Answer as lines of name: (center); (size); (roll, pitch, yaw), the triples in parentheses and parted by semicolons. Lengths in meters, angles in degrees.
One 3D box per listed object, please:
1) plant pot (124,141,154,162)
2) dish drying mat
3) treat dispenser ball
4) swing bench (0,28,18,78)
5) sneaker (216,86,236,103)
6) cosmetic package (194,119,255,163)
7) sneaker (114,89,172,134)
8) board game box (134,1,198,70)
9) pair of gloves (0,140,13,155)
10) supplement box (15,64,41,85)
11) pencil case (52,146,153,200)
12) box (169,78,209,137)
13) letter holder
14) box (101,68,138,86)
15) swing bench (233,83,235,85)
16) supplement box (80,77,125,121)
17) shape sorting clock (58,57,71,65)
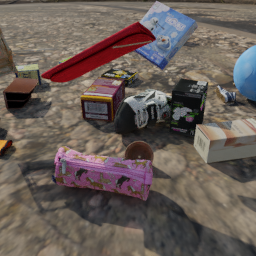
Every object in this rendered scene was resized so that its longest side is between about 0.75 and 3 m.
plant pot: (0.306, 0.762, 7.525); (0.788, 0.788, 0.364); (4, -11, 7)
dish drying mat: (-0.690, -1.589, 6.352); (2.602, 0.237, 0.999); (-20, -5, 25)
treat dispenser ball: (5.294, -2.131, 10.890); (2.241, 2.241, 2.241); (0, 30, 0)
swing bench: (-4.041, -2.019, 8.099); (1.289, 1.296, 0.841); (-25, 78, -20)
sneaker: (4.013, -1.395, 11.414); (0.583, 0.377, 1.074); (-7, 37, -2)
cosmetic package: (2.920, 0.336, 8.002); (1.802, 0.786, 0.932); (-7, 31, -11)
sneaker: (0.691, -0.582, 9.297); (1.295, 1.084, 2.927); (16, 34, 30)
board game box: (0.822, -2.437, 7.312); (1.412, 1.405, 0.306); (42, 5, 31)
pair of gloves: (-4.824, 0.852, 7.579); (2.405, 0.334, 2.700); (6, 31, 10)
supplement box: (-4.619, -2.449, 12.924); (1.055, 0.708, 1.054); (-9, 31, -16)
pencil case: (-0.557, 1.044, 6.555); (2.343, 0.970, 1.014); (8, 21, 11)
box: (1.947, -0.652, 8.978); (0.945, 1.520, 1.129); (12, 32, 20)
letter holder: (-4.116, -1.378, 11.069); (1.032, 0.730, 1.452); (1, 30, -2)
box: (-0.397, -2.441, 13.289); (1.431, 0.353, 1.143); (13, 34, 22)
swing bench: (5.860, -2.575, 12.792); (1.669, 1.083, 1.660); (13, 32, 22)
supplement box: (-0.866, -1.132, 10.451); (1.139, 0.884, 2.064); (6, 31, 11)
shape sorting clock: (-3.149, -3.608, 15.378); (1.393, 0.273, 1.393); (-4, 32, 2)
